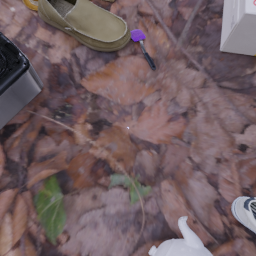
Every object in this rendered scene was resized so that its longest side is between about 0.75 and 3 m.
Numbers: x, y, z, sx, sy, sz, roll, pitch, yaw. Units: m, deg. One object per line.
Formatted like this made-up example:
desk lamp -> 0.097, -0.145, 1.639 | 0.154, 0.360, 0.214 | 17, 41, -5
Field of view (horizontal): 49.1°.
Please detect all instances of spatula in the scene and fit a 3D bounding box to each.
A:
spatula -> 0.477, -2.310, 8.201 | 0.413, 0.150, 1.462 | -22, 78, -13

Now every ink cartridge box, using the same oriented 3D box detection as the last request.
ink cartridge box -> 4.080, -3.166, 7.519 | 2.613, 1.890, 1.924 | 8, 75, 2

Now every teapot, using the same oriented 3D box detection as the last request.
teapot -> 0.964, 3.085, 6.097 | 1.231, 1.663, 1.685 | 33, 49, 14

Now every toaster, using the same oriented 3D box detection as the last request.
toaster -> -3.786, -1.433, 7.260 | 2.333, 1.531, 2.580 | 41, 79, 10

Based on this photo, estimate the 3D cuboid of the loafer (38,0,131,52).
loafer -> -1.301, -3.104, 7.946 | 2.933, 0.989, 1.115 | 21, 76, 3

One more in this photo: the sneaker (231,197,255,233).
sneaker -> 3.645, 2.500, 6.558 | 2.496, 0.884, 0.911 | 30, 77, 8

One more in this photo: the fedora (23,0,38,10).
fedora -> -2.669, -4.192, 8.517 | 1.240, 0.506, 1.240 | 0, 75, -1

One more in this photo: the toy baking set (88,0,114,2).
toy baking set -> -0.951, -4.971, 8.839 | 1.776, 0.269, 2.314 | -8, 75, -2
